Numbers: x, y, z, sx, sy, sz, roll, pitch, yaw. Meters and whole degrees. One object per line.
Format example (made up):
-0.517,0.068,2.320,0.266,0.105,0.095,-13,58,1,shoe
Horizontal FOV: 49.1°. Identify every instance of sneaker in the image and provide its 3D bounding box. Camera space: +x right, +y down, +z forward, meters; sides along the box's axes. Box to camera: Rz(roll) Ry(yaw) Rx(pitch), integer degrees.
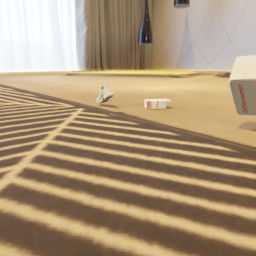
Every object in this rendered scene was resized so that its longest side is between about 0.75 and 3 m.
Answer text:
-1.059,-1.500,12.288,0.518,0.661,1.331,-18,-4,-33,sneaker

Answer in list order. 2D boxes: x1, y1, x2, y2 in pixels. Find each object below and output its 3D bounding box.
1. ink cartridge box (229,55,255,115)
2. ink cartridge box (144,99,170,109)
4.091,-1.130,7.526,2.287,1.675,0.947,4,59,33,ink cartridge box
1.258,-1.028,11.939,1.041,0.351,0.607,-2,15,-5,ink cartridge box
